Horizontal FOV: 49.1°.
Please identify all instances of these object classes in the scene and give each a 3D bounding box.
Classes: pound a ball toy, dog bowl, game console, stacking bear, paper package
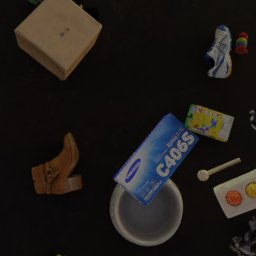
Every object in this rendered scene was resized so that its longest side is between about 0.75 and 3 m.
[{"bbox_3d":[3.304,1.541,8.027,2.365,1.005,1.542,-29,75,21],"label":"pound a ball toy"},{"bbox_3d":[0.684,2.891,10.073,2.743,0.804,2.743,0,82,0],"label":"dog bowl"},{"bbox_3d":[-1.893,-5.061,11.183,1.341,0.274,2.273,-5,101,-1],"label":"game console"},{"bbox_3d":[4.564,-3.435,11.202,0.459,0.490,0.808,3,70,40],"label":"stacking bear"},{"bbox_3d":[-2.515,-3.379,10.281,2.242,1.217,2.352,38,72,-9],"label":"paper package"}]

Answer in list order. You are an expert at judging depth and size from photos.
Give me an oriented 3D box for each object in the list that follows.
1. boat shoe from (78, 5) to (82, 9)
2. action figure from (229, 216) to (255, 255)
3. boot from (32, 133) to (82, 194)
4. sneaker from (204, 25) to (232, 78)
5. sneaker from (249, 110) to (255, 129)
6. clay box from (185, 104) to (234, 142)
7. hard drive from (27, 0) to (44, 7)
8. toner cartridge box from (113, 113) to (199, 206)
[{"bbox_3d":[-2.850,-5.335,11.239,2.151,0.714,0.796,26,80,-7],"label":"boat shoe"},{"bbox_3d":[4.351,4.022,10.029,1.094,0.583,1.681,28,86,-2],"label":"action figure"},{"bbox_3d":[-2.678,1.350,10.376,1.698,0.839,2.187,-8,89,2],"label":"boot"},{"bbox_3d":[3.484,-3.018,10.950,0.933,0.797,2.118,0,81,0],"label":"sneaker"},{"bbox_3d":[4.096,-0.004,8.213,1.104,1.696,0.677,36,118,-21],"label":"sneaker"},{"bbox_3d":[3.061,-0.201,10.723,1.700,0.405,0.977,19,82,3],"label":"clay box"},{"bbox_3d":[-3.686,-5.280,11.606,0.812,0.154,0.567,33,83,3],"label":"hard drive"},{"bbox_3d":[0.694,0.737,6.787,0.995,0.452,2.094,41,77,-2],"label":"toner cartridge box"}]
